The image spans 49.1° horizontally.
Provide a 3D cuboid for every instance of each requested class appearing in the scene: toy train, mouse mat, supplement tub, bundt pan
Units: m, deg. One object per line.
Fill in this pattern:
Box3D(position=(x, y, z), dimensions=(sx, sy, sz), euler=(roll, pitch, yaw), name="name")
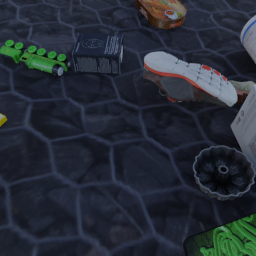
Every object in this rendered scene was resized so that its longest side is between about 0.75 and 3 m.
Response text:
Box3D(position=(-3.280, -2.419, 9.759), dimensions=(2.656, 0.554, 0.749), euler=(18, 66, 13), name="toy train")
Box3D(position=(2.290, 2.615, 4.839), dimensions=(2.333, 0.109, 2.900), euler=(-24, 20, 8), name="mouse mat")
Box3D(position=(4.910, -2.640, 9.284), dimensions=(1.533, 1.533, 2.323), euler=(-9, 54, -7), name="supplement tub")
Box3D(position=(2.357, 1.178, 7.005), dimensions=(1.470, 0.552, 1.470), euler=(-5, 49, 5), name="bundt pan")

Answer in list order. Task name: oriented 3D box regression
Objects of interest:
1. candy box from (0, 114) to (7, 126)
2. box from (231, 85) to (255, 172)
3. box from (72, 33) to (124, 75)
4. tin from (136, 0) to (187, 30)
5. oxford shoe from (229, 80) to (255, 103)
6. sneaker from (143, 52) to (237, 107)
Box3D(position=(-4.460, 0.148, 8.014), dimensions=(0.923, 0.239, 1.806), euler=(27, 59, 18), name="candy box")
Box3D(position=(3.869, -0.006, 7.175), dimensions=(1.480, 1.719, 1.727), euler=(-5, 52, -7), name="box")
Box3D(position=(-0.989, -2.563, 9.639), dimensions=(1.579, 0.845, 1.172), euler=(4, 54, 3), name="box")
Box3D(position=(1.336, -5.057, 11.700), dimensions=(1.526, 0.571, 2.726), euler=(-22, 57, -11), name="tin")
Box3D(position=(3.902, -1.105, 8.505), dimensions=(1.853, 0.656, 0.684), euler=(13, 68, 14), name="oxford shoe")
Box3D(position=(1.793, -1.274, 8.541), dimensions=(2.965, 1.214, 1.142), euler=(28, 45, 14), name="sneaker")
